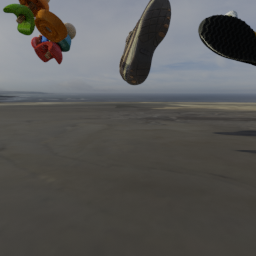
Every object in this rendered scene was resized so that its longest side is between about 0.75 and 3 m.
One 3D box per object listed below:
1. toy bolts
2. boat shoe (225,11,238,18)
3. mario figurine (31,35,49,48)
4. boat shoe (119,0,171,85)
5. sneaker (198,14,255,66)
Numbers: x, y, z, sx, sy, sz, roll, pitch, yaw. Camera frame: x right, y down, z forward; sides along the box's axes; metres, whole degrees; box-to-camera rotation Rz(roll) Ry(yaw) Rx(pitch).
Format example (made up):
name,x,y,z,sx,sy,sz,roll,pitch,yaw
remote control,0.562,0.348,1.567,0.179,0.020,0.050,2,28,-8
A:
name,x,y,z,sx,sy,sz,roll,pitch,yaw
toy bolts,-1.607,-2.294,6.203,1.503,1.091,1.573,18,-26,27
boat shoe,3.120,-3.400,9.465,0.469,0.408,1.273,39,-50,-26
mario figurine,-2.606,-2.957,9.481,1.514,0.803,0.935,-13,33,41
boat shoe,0.389,-2.854,9.004,1.081,2.902,1.064,18,9,-41
sneaker,3.148,-2.154,7.554,2.803,0.980,1.261,17,6,0
